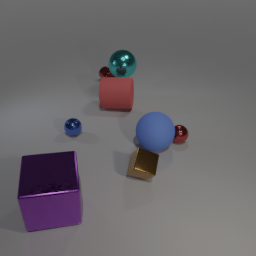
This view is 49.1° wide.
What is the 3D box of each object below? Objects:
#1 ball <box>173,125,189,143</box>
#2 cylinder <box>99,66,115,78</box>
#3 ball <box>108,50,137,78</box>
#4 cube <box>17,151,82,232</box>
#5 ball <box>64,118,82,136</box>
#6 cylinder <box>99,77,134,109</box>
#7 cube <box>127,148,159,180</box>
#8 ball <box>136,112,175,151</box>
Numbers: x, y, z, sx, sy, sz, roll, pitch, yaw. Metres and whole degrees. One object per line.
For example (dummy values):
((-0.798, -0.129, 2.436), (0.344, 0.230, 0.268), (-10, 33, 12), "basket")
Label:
((1.921, 0.225, 10.519), (0.700, 0.700, 0.700), (0, 31, 0), "ball")
((-1.163, -2.957, 15.569), (0.700, 0.700, 0.700), (-21, 49, -30), "cylinder")
((-0.268, -3.126, 13.754), (1.400, 1.400, 1.400), (0, 31, 0), "ball")
((-1.980, 1.610, 7.283), (1.400, 1.400, 1.400), (-4, 40, -12), "cube")
((-2.150, -0.043, 10.943), (0.700, 0.700, 0.700), (0, 31, 0), "ball")
((-0.493, -1.587, 12.754), (1.400, 1.400, 1.400), (2, 31, 7), "cylinder")
((0.456, 1.118, 8.604), (0.700, 0.700, 0.700), (20, 62, -12), "cube")
((0.973, 0.113, 10.021), (1.400, 1.400, 1.400), (0, 31, 0), "ball")
